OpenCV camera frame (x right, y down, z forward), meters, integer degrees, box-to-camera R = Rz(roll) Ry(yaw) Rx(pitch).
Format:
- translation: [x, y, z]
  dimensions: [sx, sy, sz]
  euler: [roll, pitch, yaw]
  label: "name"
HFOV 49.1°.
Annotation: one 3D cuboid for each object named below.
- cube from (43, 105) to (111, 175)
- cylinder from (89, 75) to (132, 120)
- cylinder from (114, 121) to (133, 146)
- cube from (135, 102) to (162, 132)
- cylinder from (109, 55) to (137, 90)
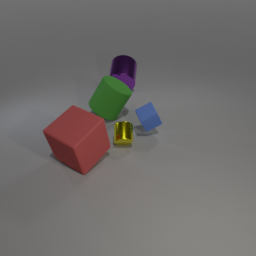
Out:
- translation: [-1.607, 0.367, 9.106]
  dimensions: [1.400, 1.400, 1.400]
  euler: [24, 54, 29]
  label: "cube"
- translation: [-0.766, -1.288, 12.008]
  dimensions: [1.400, 1.400, 1.400]
  euler: [28, 24, -14]
  label: "cylinder"
- translation: [-0.162, 0.207, 10.241]
  dimensions: [0.700, 0.700, 0.700]
  euler: [0, 67, -1]
  label: "cylinder"
- translation: [0.796, -0.425, 10.725]
  dimensions: [0.700, 0.700, 0.700]
  euler: [-28, 48, 7]
  label: "cube"
- translation: [-0.266, -2.872, 14.824]
  dimensions: [1.400, 1.400, 1.400]
  euler: [3, 58, 5]
  label: "cylinder"
